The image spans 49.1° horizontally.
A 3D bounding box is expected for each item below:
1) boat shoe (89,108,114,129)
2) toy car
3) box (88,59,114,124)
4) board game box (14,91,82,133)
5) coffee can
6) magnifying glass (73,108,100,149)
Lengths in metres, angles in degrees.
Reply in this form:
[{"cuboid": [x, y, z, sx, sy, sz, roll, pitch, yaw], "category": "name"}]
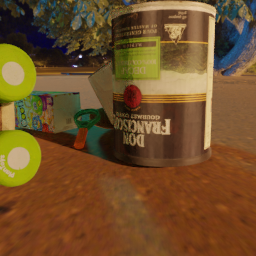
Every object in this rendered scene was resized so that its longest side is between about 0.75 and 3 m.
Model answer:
[{"cuboid": [-0.458, -0.321, 8.936, 1.880, 0.670, 0.606, -1, 3, -36], "category": "boat shoe"}, {"cuboid": [-3.008, -0.071, 3.662, 2.306, 2.215, 2.807, -2, 2, 41], "category": "toy car"}, {"cuboid": [0.305, -1.379, 8.445, 1.351, 1.586, 2.480, -24, 5, 41], "category": "box"}, {"cuboid": [-2.519, -0.558, 8.499, 2.051, 1.056, 1.075, 7, 15, 36], "category": "board game box"}, {"cuboid": [0.713, -0.893, 5.973, 2.145, 2.931, 2.145, -1, 10, 0], "category": "coffee can"}, {"cuboid": [-1.155, -0.048, 7.403, 0.742, 0.209, 1.863, -5, 31, 3], "category": "magnifying glass"}]
